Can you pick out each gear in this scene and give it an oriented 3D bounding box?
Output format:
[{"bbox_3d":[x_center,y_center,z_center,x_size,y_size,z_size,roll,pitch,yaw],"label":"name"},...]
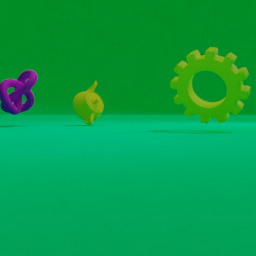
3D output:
[{"bbox_3d":[2.026,-1.024,7.047,1.890,1.890,0.350,2,30,34],"label":"gear"}]

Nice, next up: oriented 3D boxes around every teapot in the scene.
[{"bbox_3d":[-1.410,-0.916,10.495,0.936,1.912,1.189,-28,-42,36],"label":"teapot"}]

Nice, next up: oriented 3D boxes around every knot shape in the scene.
[{"bbox_3d":[-3.817,-1.303,9.913,0.859,1.740,1.860,27,-10,-2],"label":"knot shape"}]
